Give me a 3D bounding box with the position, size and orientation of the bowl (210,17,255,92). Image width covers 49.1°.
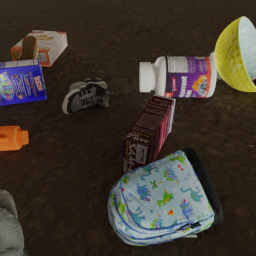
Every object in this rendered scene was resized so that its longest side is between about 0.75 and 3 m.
[{"bbox_3d":[4.092,-2.615,10.790,1.518,2.821,2.821,-12,24,41],"label":"bowl"}]

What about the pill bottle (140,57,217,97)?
[{"bbox_3d":[1.749,-1.865,10.291,2.627,1.464,1.464,0,38,1],"label":"pill bottle"}]

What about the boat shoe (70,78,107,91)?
[{"bbox_3d":[-1.565,-1.606,10.769,1.465,0.554,0.442,-5,37,-26],"label":"boat shoe"}]

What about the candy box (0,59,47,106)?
[{"bbox_3d":[-3.890,-1.640,10.020,1.708,1.444,0.658,-8,41,-12],"label":"candy box"}]

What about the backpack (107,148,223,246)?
[{"bbox_3d":[0.675,1.499,5.901,2.282,1.754,1.861,-18,69,-3],"label":"backpack"}]

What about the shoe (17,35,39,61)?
[{"bbox_3d":[-4.168,-2.646,11.583,0.890,0.679,2.544,7,65,1],"label":"shoe"}]

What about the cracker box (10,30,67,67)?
[{"bbox_3d":[-4.194,-3.901,13.512,1.782,0.768,2.661,4,37,5],"label":"cracker box"}]

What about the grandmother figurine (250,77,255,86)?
[{"bbox_3d":[4.802,-1.696,10.536,0.940,0.469,1.550,-13,31,-28],"label":"grandmother figurine"}]

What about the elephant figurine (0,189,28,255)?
[{"bbox_3d":[-3.195,2.359,4.500,2.926,2.070,2.270,-14,25,-27],"label":"elephant figurine"}]

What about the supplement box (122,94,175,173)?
[{"bbox_3d":[0.614,0.167,7.828,0.703,1.256,2.309,16,39,17],"label":"supplement box"}]

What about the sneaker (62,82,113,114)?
[{"bbox_3d":[-1.330,-0.996,9.755,1.102,0.731,1.937,18,39,25],"label":"sneaker"}]

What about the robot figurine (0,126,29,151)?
[{"bbox_3d":[-3.544,0.305,8.116,1.222,0.713,0.879,-3,40,-5],"label":"robot figurine"}]
